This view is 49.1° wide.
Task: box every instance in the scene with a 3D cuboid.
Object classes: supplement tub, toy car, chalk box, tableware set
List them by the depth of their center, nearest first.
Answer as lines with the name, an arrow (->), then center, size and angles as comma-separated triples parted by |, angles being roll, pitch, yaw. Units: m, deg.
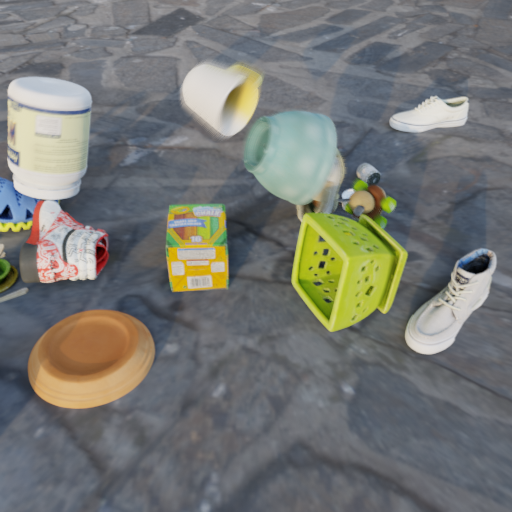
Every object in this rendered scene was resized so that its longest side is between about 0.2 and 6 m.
toy car -> 1.835, -0.860, 9.874 | 0.789, 0.758, 0.960 | 37, 30, 30
tableware set -> -5.428, 0.185, 9.979 | 1.854, 0.422, 2.753 | -26, 45, -29
chalk box -> -1.042, -0.284, 10.075 | 1.038, 1.031, 1.664 | -3, 39, -5
supplement tub -> -3.943, -2.232, 10.674 | 1.452, 2.003, 1.452 | 11, 27, -6

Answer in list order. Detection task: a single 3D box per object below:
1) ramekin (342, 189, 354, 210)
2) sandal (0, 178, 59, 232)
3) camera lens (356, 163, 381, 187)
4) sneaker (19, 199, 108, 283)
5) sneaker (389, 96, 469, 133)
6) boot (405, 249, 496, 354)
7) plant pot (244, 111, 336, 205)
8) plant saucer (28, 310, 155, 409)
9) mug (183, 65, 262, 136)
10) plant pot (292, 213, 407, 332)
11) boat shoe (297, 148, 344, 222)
ramekin -> 2.080, -1.130, 11.752 | 0.589, 0.287, 0.589 | 0, 38, 0
sandal -> -5.226, -1.168, 10.798 | 2.823, 1.229, 1.122 | -6, 33, -36
camera lens -> 2.517, -1.809, 12.528 | 0.390, 0.390, 0.487 | -15, 41, -18
sneaker -> -3.386, -0.308, 10.234 | 1.362, 0.849, 2.542 | -1, 29, -12
sneaker -> 4.555, -3.802, 14.745 | 2.196, 0.777, 0.802 | -11, 40, -14
boot -> 3.119, 0.630, 8.931 | 0.773, 1.004, 2.101 | 28, 46, 31
plant pot -> 0.476, -1.827, 9.895 | 1.112, 1.660, 1.660 | 12, 32, -25
plant saucer -> -2.491, 1.436, 8.449 | 1.870, 0.350, 1.870 | -1, 38, 0
mug -> -0.718, -3.219, 11.253 | 1.223, 1.193, 1.490 | 33, 28, 23
plant pot -> 1.549, 0.173, 9.199 | 1.326, 1.461, 1.454 | -8, 36, -22
boat shoe -> 1.135, -1.351, 10.550 | 0.791, 2.116, 0.724 | 33, 64, 30
